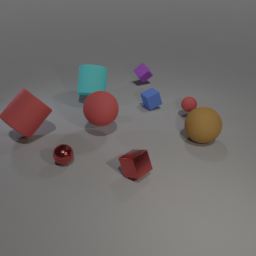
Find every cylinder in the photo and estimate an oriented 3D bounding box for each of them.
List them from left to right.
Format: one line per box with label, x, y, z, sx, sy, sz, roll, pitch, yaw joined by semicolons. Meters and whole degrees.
cylinder;-3.903;-0.578;10.780;1.400;1.400;1.400;32;82;43
cylinder;-1.784;-2.334;14.031;1.400;1.400;1.400;4;0;0

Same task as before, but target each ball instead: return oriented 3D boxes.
ball;-2.210;0.898;9.578;0.700;0.700;0.700;0;30;0
ball;-1.062;-0.761;11.001;1.400;1.400;1.400;0;30;0
ball;2.739;-1.060;12.553;0.700;0.700;0.700;0;30;0
ball;2.870;-0.116;10.706;1.400;1.400;1.400;0;30;0

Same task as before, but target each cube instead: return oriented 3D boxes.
cube;0.246;1.145;9.002;0.700;0.700;0.700;-28;16;-40
cube;0.879;-3.176;16.090;0.700;0.700;0.700;25;32;-60
cube;1.115;-1.410;13.451;0.700;0.700;0.700;-27;35;-11
